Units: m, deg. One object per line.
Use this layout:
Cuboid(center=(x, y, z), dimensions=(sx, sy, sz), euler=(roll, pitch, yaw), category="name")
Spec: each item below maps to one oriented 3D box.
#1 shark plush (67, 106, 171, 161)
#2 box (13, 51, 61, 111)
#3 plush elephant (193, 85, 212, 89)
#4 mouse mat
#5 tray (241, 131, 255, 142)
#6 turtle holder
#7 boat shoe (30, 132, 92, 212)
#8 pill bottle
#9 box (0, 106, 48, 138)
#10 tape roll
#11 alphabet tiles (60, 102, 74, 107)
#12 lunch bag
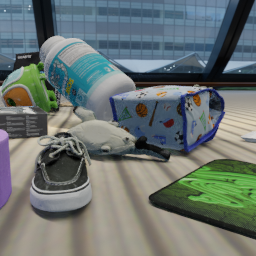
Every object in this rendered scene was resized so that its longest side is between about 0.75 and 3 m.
Cuboid(center=(-0.222, 0.148, 4.438), dimensions=(1.831, 0.832, 0.763), euler=(-2, -23, 20), category="shark plush")
Cuboid(center=(-3.742, -1.918, 11.441), dimensions=(2.380, 2.362, 0.591), euler=(4, -5, 25), category="box")
Cuboid(center=(3.254, -1.296, 11.821), dimensions=(1.119, 1.052, 1.359), euler=(-3, 10, -18), category="plush elephant")
Cuboid(center=(1.628, 0.679, 2.667), dimensions=(2.357, 0.089, 1.897), euler=(6, 11, 38), category="mouse mat")
Cuboid(center=(2.641, 0.183, 5.645), dimensions=(0.479, 0.099, 0.892), euler=(9, 12, 39), category="tray")
Cuboid(center=(-3.554, -1.425, 9.843), dimensions=(1.629, 1.743, 2.295), euler=(-19, 57, -9), category="turtle holder")
Cuboid(center=(-0.704, 0.358, 3.065), dimensions=(0.610, 0.565, 1.653), euler=(-1, 9, -7), category="boat shoe")
Cuboid(center=(-1.171, -1.340, 7.328), dimensions=(2.653, 1.470, 1.470), euler=(42, 29, 23), category="pill bottle")
Cuboid(center=(-2.993, -0.139, 6.215), dimensions=(2.148, 0.534, 1.694), euler=(-3, 10, -23), category="box")
Cuboid(center=(-2.096, 0.420, 2.513), dimensions=(1.929, 0.633, 1.929), euler=(-1, 9, 0), category="tape roll")
Cuboid(center=(-2.525, -1.243, 14.547), dimensions=(2.107, 0.095, 2.520), euler=(1, 9, 7), category="alphabet tiles")
Cuboid(center=(0.826, -0.263, 5.293), dimensions=(1.544, 1.125, 1.817), euler=(6, 19, 35), category="lunch bag")
